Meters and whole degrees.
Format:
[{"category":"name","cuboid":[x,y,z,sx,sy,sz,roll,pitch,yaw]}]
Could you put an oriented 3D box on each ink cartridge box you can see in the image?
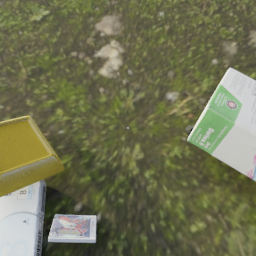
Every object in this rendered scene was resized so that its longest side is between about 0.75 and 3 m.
[{"category":"ink cartridge box","cuboid":[-3.063,2.119,6.016,2.402,0.568,1.922,-3,62,-3]},{"category":"ink cartridge box","cuboid":[3.039,0.100,6.306,2.746,1.201,1.995,30,45,11]}]

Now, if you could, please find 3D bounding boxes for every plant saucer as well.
[{"category":"plant saucer","cuboid":[-2.549,0.448,6.268,1.800,0.436,1.799,-20,62,-43]}]

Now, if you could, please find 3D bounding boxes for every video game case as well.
[{"category":"video game case","cuboid":[-1.115,2.067,5.803,0.912,0.831,0.105,3,105,-7]}]

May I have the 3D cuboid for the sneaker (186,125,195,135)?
[{"category":"sneaker","cuboid":[1.921,0.049,7.097,0.861,0.391,0.327,-9,91,-4]}]
